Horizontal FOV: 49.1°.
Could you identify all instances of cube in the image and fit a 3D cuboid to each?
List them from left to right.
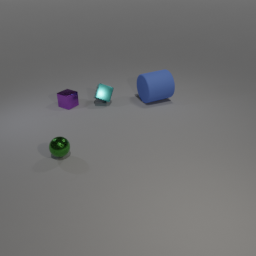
[{"bbox_3d":[-2.834,-1.362,13.223,0.700,0.700,0.700,18,34,29],"label":"cube"},{"bbox_3d":[-1.164,-1.659,13.288,0.700,0.700,0.700,16,0,-15],"label":"cube"}]

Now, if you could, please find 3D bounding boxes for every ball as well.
[{"bbox_3d":[-2.295,0.632,9.402,0.700,0.700,0.700,0,29,0],"label":"ball"}]

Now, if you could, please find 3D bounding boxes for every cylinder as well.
[{"bbox_3d":[1.330,-2.037,13.641,1.400,1.400,1.400,-15,32,-19],"label":"cylinder"}]
